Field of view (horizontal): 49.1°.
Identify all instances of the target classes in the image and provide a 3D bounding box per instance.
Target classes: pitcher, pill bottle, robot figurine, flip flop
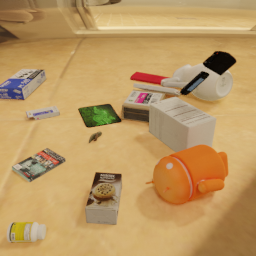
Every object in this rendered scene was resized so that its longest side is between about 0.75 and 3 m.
[{"bbox_3d":[3.317,-2.253,13.754,2.533,1.790,2.953,-22,27,-25],"label":"pitcher"},{"bbox_3d":[-2.413,2.489,6.696,0.811,0.456,0.456,0,30,-1],"label":"pill bottle"},{"bbox_3d":[1.734,1.280,7.853,2.386,1.391,1.716,-16,54,-24],"label":"robot figurine"},{"bbox_3d":[-1.209,0.358,10.588,0.218,0.306,0.756,33,36,22],"label":"flip flop"}]

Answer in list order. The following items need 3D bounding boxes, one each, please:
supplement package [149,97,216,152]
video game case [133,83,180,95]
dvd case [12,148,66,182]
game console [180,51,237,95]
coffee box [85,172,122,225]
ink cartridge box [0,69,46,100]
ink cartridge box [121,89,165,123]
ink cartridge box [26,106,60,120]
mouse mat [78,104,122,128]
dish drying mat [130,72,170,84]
[{"bbox_3d":[1.909,-0.084,10.279,1.299,1.294,2.214,-17,34,-26],"label":"supplement package"},{"bbox_3d":[1.462,-1.879,13.740,2.004,0.230,1.826,10,6,18],"label":"video game case"},{"bbox_3d":[-2.931,1.184,9.250,1.028,0.155,1.409,22,36,33],"label":"dvd case"},{"bbox_3d":[2.704,-1.824,9.726,1.219,2.067,0.249,9,48,-48],"label":"game console"},{"bbox_3d":[-0.621,1.876,7.636,0.801,0.566,1.418,2,30,3],"label":"coffee box"},{"bbox_3d":[-5.571,-2.392,14.914,1.373,0.646,2.921,2,30,6],"label":"ink cartridge box"},{"bbox_3d":[0.723,-1.003,12.449,1.583,0.722,1.922,9,32,13],"label":"ink cartridge box"},{"bbox_3d":[-3.746,-0.646,12.316,1.355,0.251,0.642,-11,33,-24],"label":"ink cartridge box"},{"bbox_3d":[-1.280,-0.597,12.417,1.573,0.074,1.954,-10,32,-17],"label":"mouse mat"},{"bbox_3d":[1.464,-2.799,16.056,2.574,0.234,0.989,15,34,22],"label":"dish drying mat"}]
